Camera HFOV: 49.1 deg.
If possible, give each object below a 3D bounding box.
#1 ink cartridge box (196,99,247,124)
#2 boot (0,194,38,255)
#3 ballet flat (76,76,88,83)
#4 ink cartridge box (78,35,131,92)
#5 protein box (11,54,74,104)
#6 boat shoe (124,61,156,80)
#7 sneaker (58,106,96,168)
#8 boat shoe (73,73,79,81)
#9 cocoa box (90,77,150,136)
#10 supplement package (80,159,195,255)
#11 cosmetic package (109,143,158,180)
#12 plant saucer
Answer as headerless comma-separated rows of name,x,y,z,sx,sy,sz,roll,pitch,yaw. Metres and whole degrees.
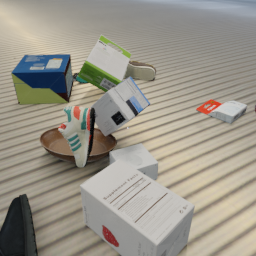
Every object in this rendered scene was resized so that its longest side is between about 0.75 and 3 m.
ink cartridge box,4.042,-0.892,12.134,1.704,0.403,1.364,29,43,34
boot,-3.110,2.644,6.152,2.076,0.944,2.471,-8,40,-20
ballet flat,-2.073,-2.629,14.864,1.402,0.521,0.521,-4,33,-10
ink cartridge box,-0.997,-3.000,13.183,1.847,0.947,2.499,29,46,-13
protein box,-3.926,-2.386,13.343,2.320,1.576,2.337,-2,33,-3
boat shoe,0.248,-3.240,15.312,2.622,0.942,0.780,12,31,10
sneaker,-1.306,0.205,7.016,0.820,1.754,0.617,11,33,1
boat shoe,-2.773,-2.854,15.202,1.076,0.356,0.376,-21,38,-29
cocoa box,-0.335,-0.660,9.069,1.110,1.128,1.691,-40,5,-35
supplement package,0.150,2.062,6.640,2.317,1.405,1.388,27,41,35
cosmetic package,0.161,1.159,8.684,1.141,0.704,1.145,-14,35,-20
plant saucer,-1.665,0.559,9.457,2.559,0.468,2.559,5,19,-2
